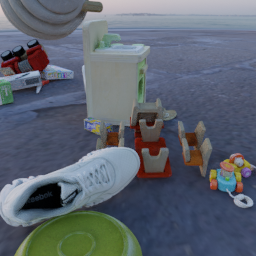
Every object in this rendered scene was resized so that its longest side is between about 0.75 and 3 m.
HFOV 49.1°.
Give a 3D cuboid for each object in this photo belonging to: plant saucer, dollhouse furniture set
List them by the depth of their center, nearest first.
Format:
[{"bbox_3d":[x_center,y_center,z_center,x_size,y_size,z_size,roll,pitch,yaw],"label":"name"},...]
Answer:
[{"bbox_3d":[-0.658,1.603,3.632,1.699,0.264,1.699,-1,23,0],"label":"plant saucer"},{"bbox_3d":[0.480,0.313,6.044,2.105,1.084,2.082,0,35,0],"label":"dollhouse furniture set"}]

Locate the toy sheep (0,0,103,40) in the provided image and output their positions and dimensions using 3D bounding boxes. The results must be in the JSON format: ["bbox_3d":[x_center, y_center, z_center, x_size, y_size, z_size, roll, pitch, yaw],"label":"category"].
[{"bbox_3d":[-1.438,-2.403,5.038,1.714,1.714,2.487,-16,9,-32],"label":"toy sheep"}]

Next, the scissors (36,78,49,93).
[{"bbox_3d":[-3.535,-1.786,11.461,0.961,0.183,2.626,-7,21,-28],"label":"scissors"}]

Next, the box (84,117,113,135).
[{"bbox_3d":[-0.784,-0.031,7.345,0.834,0.292,0.268,19,30,37],"label":"box"}]

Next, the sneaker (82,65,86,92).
[{"bbox_3d":[-1.014,-1.832,10.749,1.377,0.859,2.334,-10,35,-9],"label":"sneaker"}]

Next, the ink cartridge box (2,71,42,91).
[{"bbox_3d":[-4.547,-1.925,11.255,1.996,0.435,1.733,-15,28,-15],"label":"ink cartridge box"}]

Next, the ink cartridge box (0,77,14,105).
[{"bbox_3d":[-4.976,-1.154,9.355,1.771,0.744,1.282,-19,30,-37],"label":"ink cartridge box"}]

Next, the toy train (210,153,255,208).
[{"bbox_3d":[2.245,0.827,5.197,1.559,0.434,1.171,-18,29,-36],"label":"toy train"}]

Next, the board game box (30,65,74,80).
[{"bbox_3d":[-3.632,-2.623,13.073,1.326,0.338,1.973,-12,25,-40],"label":"board game box"}]

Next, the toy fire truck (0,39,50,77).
[{"bbox_3d":[-4.437,-2.664,11.757,1.963,1.435,2.230,-21,46,3],"label":"toy fire truck"}]

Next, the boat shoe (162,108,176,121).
[{"bbox_3d":[1.001,-0.421,8.178,1.056,0.343,0.381,-14,27,-29],"label":"boat shoe"}]

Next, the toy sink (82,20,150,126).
[{"bbox_3d":[-0.227,-1.639,8.019,1.515,2.705,1.763,4,23,11],"label":"toy sink"}]

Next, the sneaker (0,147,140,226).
[{"bbox_3d":[-0.718,0.869,4.268,2.310,0.868,0.936,-20,-3,-28],"label":"sneaker"}]
